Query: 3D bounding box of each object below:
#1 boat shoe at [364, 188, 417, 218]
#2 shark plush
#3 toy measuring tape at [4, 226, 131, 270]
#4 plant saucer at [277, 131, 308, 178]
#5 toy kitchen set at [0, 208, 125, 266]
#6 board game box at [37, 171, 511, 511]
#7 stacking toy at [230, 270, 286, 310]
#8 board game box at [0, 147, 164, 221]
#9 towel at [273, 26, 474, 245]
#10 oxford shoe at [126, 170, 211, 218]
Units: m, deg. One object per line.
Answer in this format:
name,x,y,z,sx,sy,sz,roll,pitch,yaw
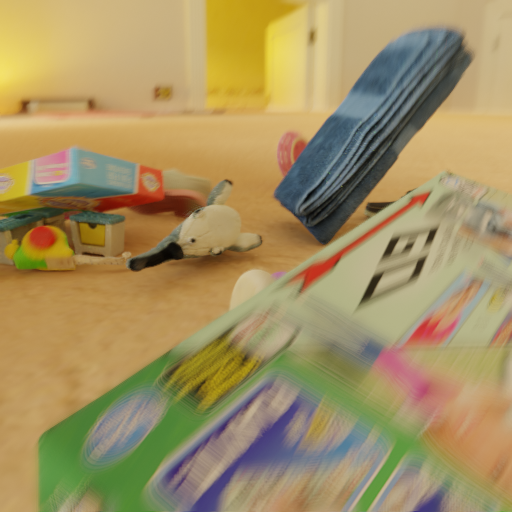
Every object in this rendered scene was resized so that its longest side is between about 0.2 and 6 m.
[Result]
boat shoe,2.885,-0.921,10.006,1.868,0.614,0.667,4,18,13
shark plush,-0.813,-0.101,7.569,0.971,1.059,2.332,-26,14,34
toy measuring tape,-2.491,-0.117,7.493,1.649,0.607,0.607,-1,18,-6
plant saucer,0.948,-2.276,12.903,0.312,1.230,1.230,1,15,39
toy kitchen set,-2.900,-0.378,7.532,1.480,1.088,1.848,7,19,21
board game box,1.476,0.748,2.982,2.772,0.600,4.120,27,35,27
stacking toy,0.932,0.594,5.124,2.232,0.953,0.953,0,16,-22
board game box,-2.931,-0.998,8.530,2.422,0.488,1.853,-8,-6,28
towel,1.666,-2.006,8.929,0.874,3.600,2.010,35,8,-22
oxford shoe,-1.827,-1.230,10.414,2.083,0.737,0.769,12,52,10
